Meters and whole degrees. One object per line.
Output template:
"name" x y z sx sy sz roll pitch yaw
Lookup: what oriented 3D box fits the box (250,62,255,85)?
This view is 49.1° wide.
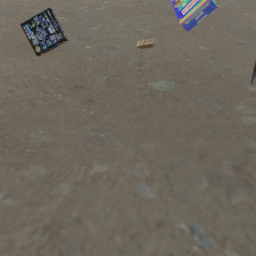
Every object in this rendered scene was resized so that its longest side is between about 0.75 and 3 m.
"box" 3.171 -1.551 5.708 1.538 1.213 0.383 -17 32 -36

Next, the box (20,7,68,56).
"box" -3.159 -3.598 10.550 1.315 1.325 0.329 -27 4 8

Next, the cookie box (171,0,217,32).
"cookie box" 2.159 -4.145 9.301 0.530 1.206 1.410 23 45 -39

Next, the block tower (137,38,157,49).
"block tower" 0.618 -2.786 9.288 0.224 0.209 0.775 28 -11 -38
